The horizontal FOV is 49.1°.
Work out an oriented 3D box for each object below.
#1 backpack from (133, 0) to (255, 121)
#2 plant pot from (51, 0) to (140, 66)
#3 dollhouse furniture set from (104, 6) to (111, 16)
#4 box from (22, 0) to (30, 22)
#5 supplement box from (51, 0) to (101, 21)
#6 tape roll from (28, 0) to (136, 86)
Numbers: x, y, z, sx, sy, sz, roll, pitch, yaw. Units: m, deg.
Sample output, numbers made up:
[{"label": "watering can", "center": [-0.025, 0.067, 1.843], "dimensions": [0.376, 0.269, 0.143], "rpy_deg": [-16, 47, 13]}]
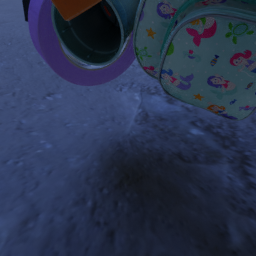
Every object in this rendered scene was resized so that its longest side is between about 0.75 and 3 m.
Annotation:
[{"label": "backpack", "center": [1.517, -1.651, 4.966], "dimensions": [2.865, 2.543, 2.157], "rpy_deg": [25, 54, 3]}, {"label": "plant pot", "center": [-0.453, -2.281, 5.623], "dimensions": [1.534, 1.534, 1.502], "rpy_deg": [14, 44, 22]}, {"label": "dollhouse furniture set", "center": [0.035, -4.048, 9.287], "dimensions": [2.528, 2.556, 1.317], "rpy_deg": [6, 38, 35]}, {"label": "box", "center": [-1.931, -3.837, 8.141], "dimensions": [1.960, 1.049, 1.455], "rpy_deg": [-25, -19, 38]}, {"label": "supplement box", "center": [-0.427, -2.064, 3.392], "dimensions": [0.664, 0.642, 1.931], "rpy_deg": [-20, 37, 25]}, {"label": "tape roll", "center": [-0.984, -2.619, 7.260], "dimensions": [2.935, 2.935, 0.963], "rpy_deg": [-17, 39, -26]}]
